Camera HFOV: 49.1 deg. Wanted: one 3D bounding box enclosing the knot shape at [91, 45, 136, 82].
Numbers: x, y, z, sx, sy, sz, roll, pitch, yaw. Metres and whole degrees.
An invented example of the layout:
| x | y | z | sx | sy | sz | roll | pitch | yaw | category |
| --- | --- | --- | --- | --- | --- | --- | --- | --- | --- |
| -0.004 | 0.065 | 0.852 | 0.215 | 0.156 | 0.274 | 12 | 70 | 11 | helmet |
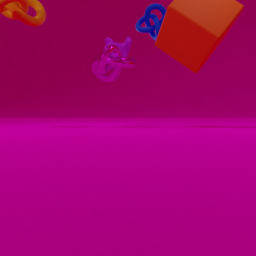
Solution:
| x | y | z | sx | sy | sz | roll | pitch | yaw | category |
| --- | --- | --- | --- | --- | --- | --- | --- | --- | --- |
| -0.352 | -1.766 | 7.698 | 1.179 | 0.582 | 1.260 | -11 | -14 | -19 | knot shape |

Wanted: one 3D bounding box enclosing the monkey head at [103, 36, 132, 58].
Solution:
| x | y | z | sx | sy | sz | roll | pitch | yaw | category |
| --- | --- | --- | --- | --- | --- | --- | --- | --- | --- |
| -0.396 | -2.881 | 10.225 | 0.905 | 1.501 | 1.080 | 8 | -44 | -25 | monkey head |

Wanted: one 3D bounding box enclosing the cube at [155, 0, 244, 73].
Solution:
| x | y | z | sx | sy | sz | roll | pitch | yaw | category |
| --- | --- | --- | --- | --- | --- | --- | --- | --- | --- |
| 1.750 | -2.571 | 7.127 | 1.394 | 1.394 | 1.394 | 36 | -23 | 7 | cube |

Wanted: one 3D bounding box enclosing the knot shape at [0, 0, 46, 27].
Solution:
| x | y | z | sx | sy | sz | roll | pitch | yaw | category |
| --- | --- | --- | --- | --- | --- | --- | --- | --- | --- |
| -2.692 | -2.953 | 6.864 | 1.337 | 0.660 | 1.429 | 7 | 19 | -31 | knot shape |

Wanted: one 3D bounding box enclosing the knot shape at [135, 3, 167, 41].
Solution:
| x | y | z | sx | sy | sz | roll | pitch | yaw | category |
| --- | --- | --- | --- | --- | --- | --- | --- | --- | --- |
| 0.951 | -4.042 | 10.527 | 1.303 | 1.219 | 0.602 | 44 | 35 | 22 | knot shape |
